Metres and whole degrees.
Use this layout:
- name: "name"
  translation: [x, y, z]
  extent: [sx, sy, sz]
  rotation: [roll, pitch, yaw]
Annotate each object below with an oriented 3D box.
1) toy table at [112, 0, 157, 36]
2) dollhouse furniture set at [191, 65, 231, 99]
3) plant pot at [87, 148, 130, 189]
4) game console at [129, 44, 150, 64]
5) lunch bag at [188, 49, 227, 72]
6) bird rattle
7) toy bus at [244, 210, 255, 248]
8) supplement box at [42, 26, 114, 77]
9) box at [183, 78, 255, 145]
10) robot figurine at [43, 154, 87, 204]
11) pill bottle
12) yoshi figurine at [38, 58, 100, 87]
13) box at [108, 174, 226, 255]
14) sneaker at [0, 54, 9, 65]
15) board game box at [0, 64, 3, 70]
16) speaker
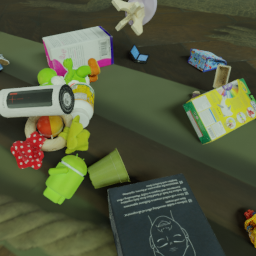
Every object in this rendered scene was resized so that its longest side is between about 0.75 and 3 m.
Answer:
- name: "toy table"
  translation: [0.231, -4.577, 11.103]
  extent: [1.651, 1.796, 1.052]
  rotation: [44, 58, 3]
- name: "dollhouse furniture set"
  translation: [3.197, -1.532, 10.857]
  extent: [1.384, 1.746, 1.239]
  rotation: [13, 39, 17]
- name: "plant pot"
  translation: [-0.626, 1.294, 8.354]
  extent: [1.039, 1.094, 1.094]
  rotation: [-22, 45, -6]
- name: "game console"
  translation: [0.614, -3.804, 14.376]
  extent: [0.898, 0.594, 1.021]
  rotation: [10, 43, 12]
- name: "lunch bag"
  translation: [4.046, -3.449, 13.968]
  extent: [1.628, 0.766, 1.225]
  rotation: [-12, 39, -27]
- name: "bird rattle"
  translation: [-2.573, 0.241, 9.217]
  extent: [2.512, 1.415, 2.048]
  rotation: [-17, 59, -3]
- name: "toy bus"
  translation: [3.334, 2.525, 7.221]
  extent: [0.896, 0.608, 0.860]
  rotation: [-27, 35, -24]
- name: "supplement box"
  translation: [-2.373, -3.717, 13.579]
  extent: [2.989, 1.513, 1.545]
  rotation: [-19, 45, -21]
- name: "box"
  translation: [3.509, -0.692, 10.176]
  extent: [2.789, 0.675, 1.636]
  rotation: [-23, 84, -22]
- name: "robot figurine"
  translation: [-1.755, 1.420, 8.022]
  extent: [0.841, 1.275, 1.454]
  rotation: [29, 76, 18]
- name: "pill bottle"
  translation: [-1.824, -0.847, 10.665]
  extent: [1.033, 1.033, 1.832]
  rotation: [-2, 41, -2]
- name: "yoshi figurine"
  translation: [-2.711, -2.282, 12.123]
  extent: [2.742, 1.541, 1.535]
  rotation: [-26, 32, -23]
- name: "box"
  translation: [0.775, 2.642, 6.372]
  extent: [1.989, 1.435, 2.680]
  rotation: [-9, 42, -10]
- name: "sneaker"
  translation: [-6.330, -3.478, 14.202]
  extent: [0.960, 0.337, 0.521]
  rotation: [11, 44, 17]
- name: "board game box"
  translation: [-6.838, -3.001, 13.517]
  extent: [1.049, 0.267, 1.549]
  rotation: [-38, 52, -17]
- name: "speaker"
  translation: [-2.235, -0.636, 6.747]
  extent: [1.791, 0.727, 0.727]
  rotation: [-1, 39, 19]
